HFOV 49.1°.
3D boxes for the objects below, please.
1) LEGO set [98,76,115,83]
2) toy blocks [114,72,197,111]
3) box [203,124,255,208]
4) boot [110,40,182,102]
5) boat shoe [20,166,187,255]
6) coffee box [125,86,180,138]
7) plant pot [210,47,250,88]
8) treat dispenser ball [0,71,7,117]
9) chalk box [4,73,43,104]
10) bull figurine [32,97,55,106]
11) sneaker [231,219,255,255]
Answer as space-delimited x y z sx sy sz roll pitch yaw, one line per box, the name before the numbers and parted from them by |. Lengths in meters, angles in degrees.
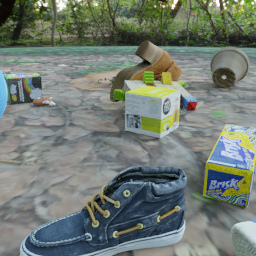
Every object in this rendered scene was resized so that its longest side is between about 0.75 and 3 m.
LEGO set | -0.873 -2.596 15.431 1.530 0.434 0.994 -6 14 23
toy blocks | 1.060 -0.964 9.722 2.751 1.375 1.881 -1 31 -16
box | 2.191 0.630 5.748 0.810 0.743 2.311 9 22 25
boot | 0.781 -1.823 11.411 2.213 2.860 1.054 28 20 -36
boat shoe | -0.288 1.138 3.849 2.335 1.060 0.826 -6 21 -17
coffee box | 0.736 -0.528 8.284 1.206 1.193 1.204 13 23 32
plant pot | 5.103 -2.964 14.438 1.973 1.973 1.712 10 38 26
treat dispenser ball | -4.696 -0.975 7.635 2.602 2.602 2.602 0 20 0
chalk box | -4.506 -1.647 11.574 1.735 1.083 1.075 -8 21 -24
bull figurine | -3.282 -1.045 11.062 0.935 0.305 0.568 3 18 6
sneaker | 2.161 1.612 2.855 1.219 0.841 2.191 -12 15 -8
